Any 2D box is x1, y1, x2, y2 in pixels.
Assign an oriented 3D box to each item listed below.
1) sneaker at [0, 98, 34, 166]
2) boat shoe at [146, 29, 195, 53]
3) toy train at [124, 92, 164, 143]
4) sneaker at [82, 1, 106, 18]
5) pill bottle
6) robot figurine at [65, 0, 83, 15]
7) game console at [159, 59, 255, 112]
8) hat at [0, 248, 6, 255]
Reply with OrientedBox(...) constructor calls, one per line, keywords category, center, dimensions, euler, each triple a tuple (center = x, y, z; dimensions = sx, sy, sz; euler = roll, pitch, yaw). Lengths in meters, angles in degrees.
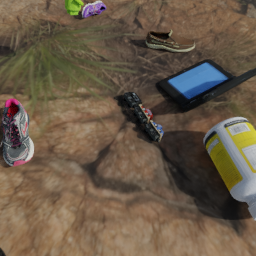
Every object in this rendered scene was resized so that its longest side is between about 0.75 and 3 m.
OrientedBox(category="sneaker", center=(-4.030, 0.149, 9.871), dimensions=(1.065, 0.987, 2.643), euler=(-15, 57, -10))
OrientedBox(category="boat shoe", center=(1.975, -4.068, 12.926), dimensions=(2.302, 0.852, 0.850), euler=(4, 55, 3))
OrientedBox(category="toy train", center=(0.613, -0.477, 10.679), dimensions=(0.596, 0.444, 2.601), euler=(-15, 54, -25))
OrientedBox(category="sneaker", center=(-1.756, -6.147, 14.582), dimensions=(1.495, 0.603, 0.623), euler=(-39, 69, -24))
OrientedBox(category="pill bottle", center=(3.694, 1.223, 8.710), dimensions=(1.644, 1.644, 2.934), euler=(-14, 56, -10))
OrientedBox(category="robot figurine", center=(-1.964, -4.549, 9.976), dimensions=(0.554, 0.958, 0.841), euler=(-15, 41, -31))
OrientedBox(category="game console", center=(3.143, -2.015, 11.021), dimensions=(2.950, 2.595, 1.717), euler=(-28, 88, -18))
OrientedBox(category="hat", center=(-4.250, 4.016, 7.135), dimensions=(2.513, 1.014, 2.513), euler=(0, 56, 0))
